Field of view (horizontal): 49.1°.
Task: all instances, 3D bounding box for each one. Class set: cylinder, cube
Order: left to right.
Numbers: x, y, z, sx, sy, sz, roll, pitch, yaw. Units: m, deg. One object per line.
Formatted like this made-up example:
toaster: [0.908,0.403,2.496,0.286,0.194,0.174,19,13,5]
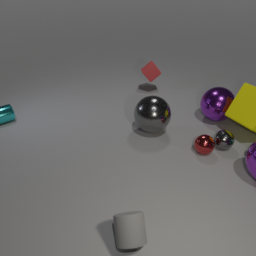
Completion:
cylinder: [-5.106,-0.561,11.490,0.700,0.700,0.700,-23,38,-33]
cylinder: [0.049,2.294,6.351,0.700,0.700,0.700,-7,-11,-1]
cube: [1.135,-2.793,13.807,0.700,0.700,0.700,-38,18,14]
cube: [4.789,-0.610,10.305,1.400,1.400,1.400,20,15,-33]

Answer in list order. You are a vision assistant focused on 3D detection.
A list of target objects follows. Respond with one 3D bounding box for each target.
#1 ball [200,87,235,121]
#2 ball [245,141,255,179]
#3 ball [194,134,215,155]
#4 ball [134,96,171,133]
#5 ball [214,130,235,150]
ball: [3.654,-0.968,11.374,1.400,1.400,1.400,0,31,0]
ball: [4.179,0.950,8.166,1.400,1.400,1.400,0,31,0]
ball: [2.630,0.568,9.630,0.700,0.700,0.700,0,31,0]
ball: [0.919,-0.517,10.521,1.400,1.400,1.400,0,31,0]
ball: [3.384,0.414,9.874,0.700,0.700,0.700,0,31,0]
